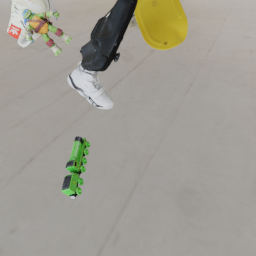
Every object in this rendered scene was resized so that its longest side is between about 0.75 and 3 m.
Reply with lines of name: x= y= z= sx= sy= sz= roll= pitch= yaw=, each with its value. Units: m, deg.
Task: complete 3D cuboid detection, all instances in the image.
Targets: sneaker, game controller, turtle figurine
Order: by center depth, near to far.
game controller: x=-0.410 y=-1.606 z=5.026 sx=0.492 sy=1.219 sz=2.337 roll=32 pitch=2 yaw=-19
turtle figurine: x=-1.889 y=-2.267 z=6.450 sx=1.210 sy=1.173 sz=0.871 roll=-7 pitch=52 yaw=49
sneaker: x=-0.808 y=-1.037 z=6.839 sx=1.345 sy=0.773 sz=0.505 roll=37 pitch=50 yaw=-8
sneaker: x=-3.416 y=-3.680 z=9.356 sx=1.042 sy=2.960 sz=1.384 roll=34 pitch=76 yaw=-5

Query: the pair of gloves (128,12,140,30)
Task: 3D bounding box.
pair of gloves: x=0.734 y=-4.457 z=10.214 sx=0.360 sy=2.055 sz=1.747 roll=57 pitch=27 yaw=4

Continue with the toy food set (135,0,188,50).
toy food set: x=1.040 y=-3.705 z=9.286 sx=1.496 sy=2.542 sz=0.830 roll=-20 pitch=-5 yaw=11

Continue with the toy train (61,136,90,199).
toy train: x=-0.860 y=0.605 z=4.647 sx=0.242 sy=0.327 sz=1.158 roll=-20 pitch=44 yaw=24
